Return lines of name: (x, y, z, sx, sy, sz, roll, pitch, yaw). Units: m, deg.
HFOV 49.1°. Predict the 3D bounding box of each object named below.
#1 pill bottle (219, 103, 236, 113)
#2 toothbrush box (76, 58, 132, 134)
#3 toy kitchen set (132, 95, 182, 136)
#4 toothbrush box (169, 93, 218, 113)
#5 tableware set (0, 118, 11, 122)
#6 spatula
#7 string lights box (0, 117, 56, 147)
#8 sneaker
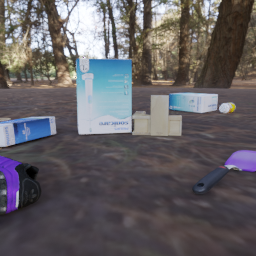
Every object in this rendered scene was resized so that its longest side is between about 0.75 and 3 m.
pill bottle: (4.921, -0.995, 13.906, 0.907, 0.495, 0.495, -9, 13, -41)
toothbrush box: (-0.774, -0.998, 8.860, 1.672, 2.284, 0.974, -3, 9, -11)
toy kitchen set: (0.934, -0.476, 8.980, 1.488, 1.214, 1.342, 1, 10, 7)
toothbrush box: (3.463, -1.385, 14.955, 1.537, 0.895, 2.099, -10, 15, -42)
tableware set: (-4.334, -0.187, 10.165, 1.991, 0.231, 1.663, -1, 10, -2)
spatula: (1.792, 0.743, 4.995, 0.654, 0.238, 2.314, 8, 13, 43)
string lights box: (-2.999, 0.050, 7.781, 0.960, 0.551, 1.868, 0, 9, 27)
sneaker: (-1.845, 0.736, 4.130, 0.939, 0.656, 1.888, -1, 13, -38)
